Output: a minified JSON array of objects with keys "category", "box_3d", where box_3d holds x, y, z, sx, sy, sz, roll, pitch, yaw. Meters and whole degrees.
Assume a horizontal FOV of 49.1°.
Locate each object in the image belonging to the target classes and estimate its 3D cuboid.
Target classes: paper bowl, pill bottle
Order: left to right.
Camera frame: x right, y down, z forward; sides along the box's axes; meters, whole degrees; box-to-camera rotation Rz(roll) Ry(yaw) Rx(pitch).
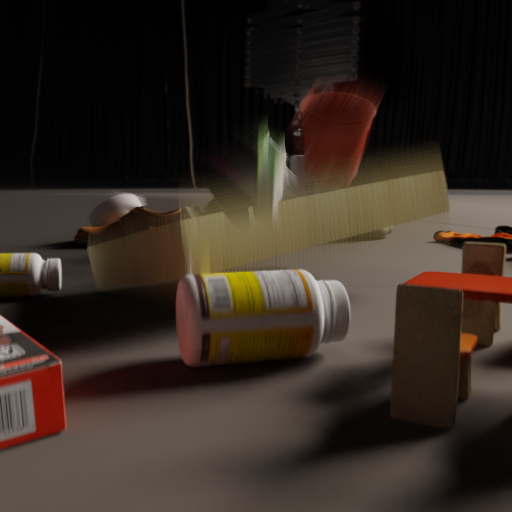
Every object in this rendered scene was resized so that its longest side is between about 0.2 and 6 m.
[{"category":"pill bottle","box_3d":[-2.590,0.216,6.078,0.875,0.487,0.487,-1,8,-14]},{"category":"paper bowl","box_3d":[-2.724,-0.716,11.153,1.050,0.546,1.050,-29,-17,-10]},{"category":"pill bottle","box_3d":[0.046,0.431,4.038,1.185,0.647,0.647,-2,9,-15]}]

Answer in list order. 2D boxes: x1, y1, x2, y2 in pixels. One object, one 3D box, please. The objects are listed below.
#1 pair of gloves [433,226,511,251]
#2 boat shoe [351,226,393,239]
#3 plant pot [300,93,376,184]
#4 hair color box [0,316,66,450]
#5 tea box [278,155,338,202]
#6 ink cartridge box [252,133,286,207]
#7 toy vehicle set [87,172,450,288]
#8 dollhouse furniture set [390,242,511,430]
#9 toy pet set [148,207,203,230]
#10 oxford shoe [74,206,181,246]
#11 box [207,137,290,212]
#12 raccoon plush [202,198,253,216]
[{"category":"pair of gloves","box_3d":[4.955,-0.365,10.643,2.467,0.305,2.198,-4,9,-28]},{"category":"boat shoe","box_3d":[2.570,-1.000,12.463,1.029,1.005,2.720,1,9,10]},{"category":"plant pot","box_3d":[1.062,-1.573,7.671,0.997,0.970,0.997,1,37,-1]},{"category":"hair color box","box_3d":[-1.635,0.681,3.184,0.666,0.402,1.311,-8,11,-39]},{"category":"tea box","box_3d":[1.230,-1.674,14.413,1.177,1.762,1.733,-3,9,-19]},{"category":"ink cartridge box","box_3d":[0.209,-1.236,8.409,0.316,1.064,0.553,15,41,11]},{"category":"toy vehicle set","box_3d":[0.201,-0.321,6.471,3.653,0.484,2.270,-14,4,-37]},{"category":"dollhouse furniture set","box_3d":[2.055,0.265,3.504,2.162,1.126,2.186,5,10,29]},{"category":"toy pet set","box_3d":[-1.240,-0.210,9.304,1.245,0.708,1.334,-34,-10,24]},{"category":"oxford shoe","box_3d":[-2.367,-0.572,10.517,2.061,0.735,0.735,-7,17,-20]},{"category":"box","box_3d":[-0.129,-1.398,9.979,1.281,0.735,0.846,-25,29,14]},{"category":"raccoon plush","box_3d":[-0.791,-1.476,13.189,2.584,1.731,1.250,-2,9,-16]}]
